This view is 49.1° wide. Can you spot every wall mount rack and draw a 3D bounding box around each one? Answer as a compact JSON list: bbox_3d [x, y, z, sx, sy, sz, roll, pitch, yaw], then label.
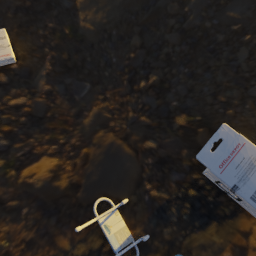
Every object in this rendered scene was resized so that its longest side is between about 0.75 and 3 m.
[{"bbox_3d":[-0.421,2.683,7.037,1.639,0.703,1.886,-24,75,-32],"label":"wall mount rack"}]

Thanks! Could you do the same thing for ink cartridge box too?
[{"bbox_3d":[3.053,1.144,7.596,2.346,0.796,1.361,41,79,10],"label":"ink cartridge box"},{"bbox_3d":[-3.947,-2.435,8.565,0.718,0.418,0.992,-18,82,-14],"label":"ink cartridge box"}]

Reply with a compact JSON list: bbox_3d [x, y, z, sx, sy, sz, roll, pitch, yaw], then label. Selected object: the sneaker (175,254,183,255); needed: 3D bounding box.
[{"bbox_3d":[1.039,3.466,6.871,0.472,0.568,1.189,17,32,40],"label":"sneaker"}]
